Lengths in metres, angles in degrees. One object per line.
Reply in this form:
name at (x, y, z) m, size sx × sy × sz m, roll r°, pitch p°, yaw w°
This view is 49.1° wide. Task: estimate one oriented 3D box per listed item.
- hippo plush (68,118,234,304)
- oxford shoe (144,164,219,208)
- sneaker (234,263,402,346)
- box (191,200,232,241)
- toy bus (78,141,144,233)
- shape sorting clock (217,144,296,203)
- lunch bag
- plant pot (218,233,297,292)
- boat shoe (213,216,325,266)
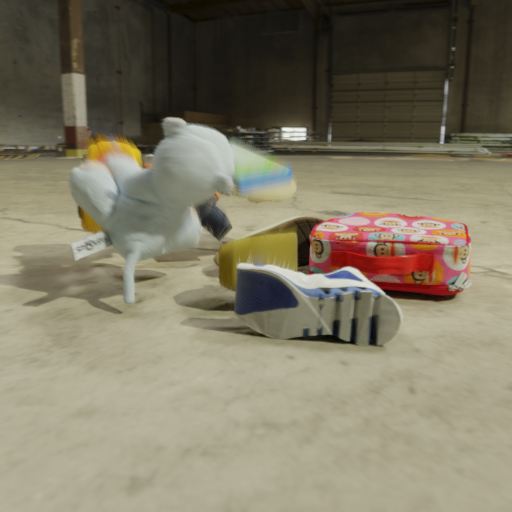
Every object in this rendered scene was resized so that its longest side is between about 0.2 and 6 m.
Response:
hippo plush at (-1.554, -1.183, 8.564) m, size 2.184 × 2.205 × 2.742 m, roll 42°, pitch 27°, yaw -1°
oxford shoe at (-2.333, -1.778, 17.020) m, size 1.203 × 1.230 × 3.374 m, roll -2°, pitch -8°, yaw 34°
sneaker at (0.814, 0.589, 7.409) m, size 2.131 × 0.861 × 1.230 m, roll 10°, pitch 11°, yaw 11°
box at (-0.874, -0.743, 10.903) m, size 0.658 × 0.409 × 0.663 m, roll 40°, pitch 10°, yaw -31°
toy bus at (-2.739, -1.511, 10.600) m, size 1.243 × 1.832 × 1.759 m, roll 3°, pitch -18°, yaw -12°
shape sorting clock at (-0.485, -1.794, 11.886) m, size 2.766 × 0.543 × 2.766 m, roll 13°, pitch 24°, yaw -6°
lunch bag at (2.213, -0.053, 9.329) m, size 2.620 × 1.073 × 2.307 m, roll 4°, pitch 14°, yaw 17°
plant pot at (-0.032, 0.136, 8.294) m, size 0.958 × 0.936 × 0.930 m, roll 1°, pitch -2°, yaw -26°
boat shoe at (0.338, -0.234, 10.734) m, size 2.592 × 0.929 × 0.987 m, roll -10°, pitch 5°, yaw -37°
